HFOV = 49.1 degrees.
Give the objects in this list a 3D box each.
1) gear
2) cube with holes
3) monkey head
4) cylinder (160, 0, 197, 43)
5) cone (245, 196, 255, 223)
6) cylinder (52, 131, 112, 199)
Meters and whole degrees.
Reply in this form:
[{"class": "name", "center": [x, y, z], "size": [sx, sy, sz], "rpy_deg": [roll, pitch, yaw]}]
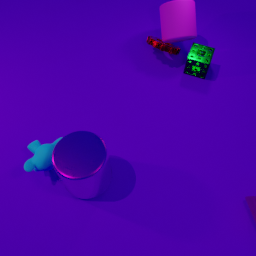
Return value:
[{"class": "gear", "center": [1.236, -2.890, 9.778], "size": [1.199, 0.222, 1.199], "rpy_deg": [18, 25, -9]}, {"class": "cube with holes", "center": [2.415, -2.279, 9.533], "size": [0.765, 0.765, 0.765], "rpy_deg": [19, 63, 10]}, {"class": "monkey head", "center": [-2.306, 0.681, 7.663], "size": [1.012, 0.847, 1.406], "rpy_deg": [48, 59, 6]}, {"class": "cylinder", "center": [1.692, -3.564, 9.444], "size": [1.164, 1.164, 1.164], "rpy_deg": [-7, 100, -4]}, {"class": "cone", "center": [3.416, 2.319, 6.955], "size": [1.025, 1.025, 1.029], "rpy_deg": [11, 72, 6]}, {"class": "cylinder", "center": [-1.152, 0.982, 7.326], "size": [1.365, 1.365, 1.365], "rpy_deg": [-1, 57, 2]}]
